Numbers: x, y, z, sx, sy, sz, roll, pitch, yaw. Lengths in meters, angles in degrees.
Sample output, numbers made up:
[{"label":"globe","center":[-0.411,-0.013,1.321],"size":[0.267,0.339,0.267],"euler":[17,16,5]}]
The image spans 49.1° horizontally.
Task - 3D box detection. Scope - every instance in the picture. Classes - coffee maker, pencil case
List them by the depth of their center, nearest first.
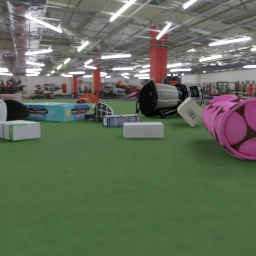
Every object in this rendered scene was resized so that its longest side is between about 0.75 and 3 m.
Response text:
[{"label":"pencil case","center":[2.152,-0.145,5.420],"size":[1.168,1.132,2.494],"euler":[-40,3,11]},{"label":"coffee maker","center":[1.830,-1.311,12.755],"size":[2.395,1.613,2.300],"euler":[-2,7,-20]}]

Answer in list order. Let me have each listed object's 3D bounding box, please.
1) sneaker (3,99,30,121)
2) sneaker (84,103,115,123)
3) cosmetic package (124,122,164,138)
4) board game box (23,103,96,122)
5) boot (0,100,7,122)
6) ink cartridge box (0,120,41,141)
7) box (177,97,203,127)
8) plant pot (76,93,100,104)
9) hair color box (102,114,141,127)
[{"label":"sneaker","center":[-4.979,-0.648,10.806],"size":[2.212,0.838,0.968],"euler":[-3,2,-21]},{"label":"sneaker","center":[-0.975,-0.576,10.674],"size":[0.751,0.731,1.886],"euler":[6,3,-33]},{"label":"cosmetic package","center":[0.372,0.050,6.913],"size":[0.946,0.337,0.480],"euler":[0,7,-3]},{"label":"board game box","center":[-3.086,-0.735,11.951],"size":[2.768,0.650,2.090],"euler":[4,8,28]},{"label":"boot","center":[-3.920,-0.260,6.867],"size":[1.228,0.945,2.569],"euler":[5,7,-7]},{"label":"ink cartridge box","center":[-2.635,0.049,6.718],"size":[0.928,0.391,0.678],"euler":[7,10,43]},{"label":"box","center":[2.124,-0.575,9.479],"size":[0.742,0.607,1.562],"euler":[46,12,2]},{"label":"plant pot","center":[-2.014,-1.058,13.413],"size":[1.089,1.089,1.059],"euler":[1,16,10]},{"label":"hair color box","center":[-0.205,-0.247,9.251],"size":[1.164,0.352,0.582],"euler":[-3,8,-24]}]
